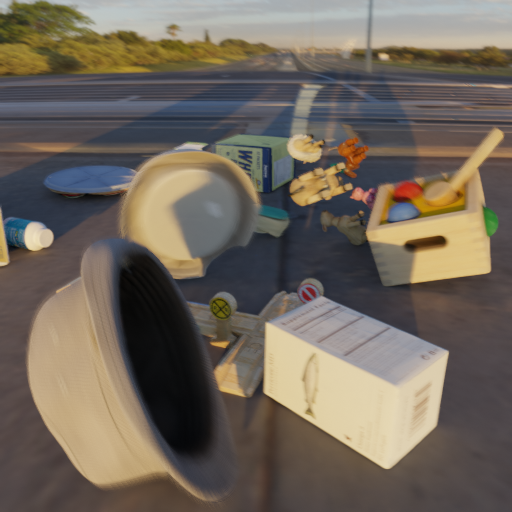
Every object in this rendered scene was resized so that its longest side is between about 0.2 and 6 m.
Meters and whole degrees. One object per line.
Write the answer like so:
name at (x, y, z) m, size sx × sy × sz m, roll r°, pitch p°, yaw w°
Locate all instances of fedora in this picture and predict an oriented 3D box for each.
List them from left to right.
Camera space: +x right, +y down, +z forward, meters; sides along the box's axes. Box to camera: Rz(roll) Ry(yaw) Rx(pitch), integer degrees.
fedora at (-1.090, 1.008, 4.612) m, size 1.033 × 2.287 × 2.023 m, roll -24°, pitch -14°, yaw 9°

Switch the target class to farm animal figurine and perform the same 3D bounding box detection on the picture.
farm animal figurine at (1.275, -1.076, 9.538) m, size 1.773 × 1.793 × 0.935 m, roll 2°, pitch -12°, yaw -33°

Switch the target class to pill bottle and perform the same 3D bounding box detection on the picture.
pill bottle at (-3.888, -0.364, 9.511) m, size 0.880 × 0.488 × 0.488 m, roll 10°, pitch 24°, yaw 25°

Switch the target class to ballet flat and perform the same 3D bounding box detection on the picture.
ballet flat at (-0.228, -0.749, 9.998) m, size 1.608 × 0.559 × 0.559 m, roll 21°, pitch 24°, yaw -1°

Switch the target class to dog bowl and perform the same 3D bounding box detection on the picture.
dog bowl at (-0.978, -0.639, 8.005) m, size 1.932 × 1.932 × 0.566 m, roll -7°, pitch 30°, yaw -17°

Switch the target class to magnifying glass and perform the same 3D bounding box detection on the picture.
magnifying glass at (2.282, -2.207, 14.489) m, size 0.473 × 0.133 × 1.189 m, roll -5°, pitch 21°, yaw -13°

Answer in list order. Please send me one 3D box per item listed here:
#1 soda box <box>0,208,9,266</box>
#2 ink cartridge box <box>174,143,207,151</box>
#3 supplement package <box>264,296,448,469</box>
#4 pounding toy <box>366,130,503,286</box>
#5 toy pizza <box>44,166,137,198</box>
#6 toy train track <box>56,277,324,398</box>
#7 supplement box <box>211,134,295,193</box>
soda box at (-5.390, -0.918, 9.761) m, size 1.229 × 1.315 × 3.861 m, roll -14°, pitch 26°, yaw -30°
ink cartridge box at (-1.922, -3.148, 16.601) m, size 0.679 × 0.224 × 0.933 m, roll 8°, pitch 24°, yaw 19°
supplement package at (0.901, 1.130, 5.379) m, size 0.878 × 0.875 × 1.496 m, roll -20°, pitch 30°, yaw -40°
pounding toy at (2.717, -0.699, 8.180) m, size 1.900 × 1.351 × 1.749 m, roll -10°, pitch 28°, yaw 26°
toy pizza at (-3.726, -1.669, 12.874) m, size 2.156 × 0.342 × 2.156 m, roll 1°, pitch 22°, yaw -1°
toy train track at (-0.670, 0.581, 7.005) m, size 4.175 × 0.679 × 2.395 m, roll 8°, pitch 24°, yaw 20°
supplement box at (-0.041, -2.238, 13.316) m, size 1.513 × 1.016 × 1.511 m, roll 9°, pitch 24°, yaw 25°
